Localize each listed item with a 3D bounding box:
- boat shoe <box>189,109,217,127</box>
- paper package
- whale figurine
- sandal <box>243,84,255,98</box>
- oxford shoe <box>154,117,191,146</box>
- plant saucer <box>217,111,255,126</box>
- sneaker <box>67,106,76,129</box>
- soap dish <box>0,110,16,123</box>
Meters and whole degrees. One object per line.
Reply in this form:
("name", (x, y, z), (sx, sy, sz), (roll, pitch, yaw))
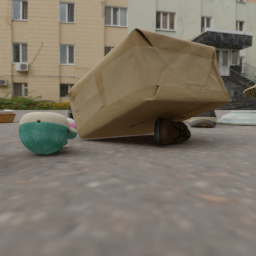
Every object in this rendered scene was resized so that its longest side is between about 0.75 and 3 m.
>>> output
("boat shoe", (2.726, -0.634, 10.088), (1.072, 1.055, 2.878), (1, 5, 10))
("paper package", (0.363, -0.680, 5.584), (2.231, 1.211, 2.341), (-3, -15, -38))
("whale figurine", (-1.199, 0.166, 4.196), (0.869, 0.567, 1.092), (0, -20, -3))
("sandal", (5.153, -1.603, 10.270), (1.747, 0.574, 0.640), (-12, -40, 32))
("oxford shoe", (0.825, 0.048, 5.061), (0.573, 0.493, 1.357), (2, 5, 24))
("plant saucer", (4.468, -0.396, 10.604), (2.079, 0.522, 2.079), (1, 5, 0))
("sneaker", (-0.887, -0.461, 8.873), (2.121, 0.916, 0.852), (-2, 6, -29))
("soap dish", (-5.442, -0.492, 11.752), (1.011, 0.522, 1.285), (-4, 7, -43))
